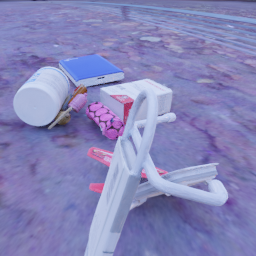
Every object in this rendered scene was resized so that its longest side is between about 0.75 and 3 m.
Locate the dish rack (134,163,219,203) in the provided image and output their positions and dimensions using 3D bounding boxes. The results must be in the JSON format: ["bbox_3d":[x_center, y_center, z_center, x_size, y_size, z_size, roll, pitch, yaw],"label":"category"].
[{"bbox_3d":[0.794,0.991,4.887,1.219,1.421,0.309,-3,70,-38],"label":"dish rack"}]

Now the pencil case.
[{"bbox_3d":[-0.671,-0.235,7.682,0.669,0.648,1.429,-22,33,-21],"label":"pencil case"}]

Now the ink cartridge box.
[{"bbox_3d":[0.246,-0.838,8.556,1.812,0.751,1.330,-16,34,-30],"label":"ink cartridge box"}]

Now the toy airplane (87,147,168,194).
[{"bbox_3d":[-0.108,0.920,5.624,1.798,0.331,1.798,10,22,-4],"label":"toy airplane"}]

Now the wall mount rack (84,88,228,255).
[{"bbox_3d":[0.180,0.897,3.833,1.103,2.959,2.571,15,19,-11],"label":"wall mount rack"}]

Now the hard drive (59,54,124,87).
[{"bbox_3d":[-1.621,-2.469,11.743,1.912,0.368,2.898,-15,32,-20],"label":"hard drive"}]

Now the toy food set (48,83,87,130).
[{"bbox_3d":[-1.579,-0.675,8.066,1.313,0.325,2.065,-37,22,25],"label":"toy food set"}]

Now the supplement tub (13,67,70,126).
[{"bbox_3d":[-2.405,-0.962,8.051,1.188,1.188,1.801,0,28,0],"label":"supplement tub"}]
